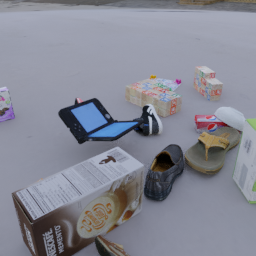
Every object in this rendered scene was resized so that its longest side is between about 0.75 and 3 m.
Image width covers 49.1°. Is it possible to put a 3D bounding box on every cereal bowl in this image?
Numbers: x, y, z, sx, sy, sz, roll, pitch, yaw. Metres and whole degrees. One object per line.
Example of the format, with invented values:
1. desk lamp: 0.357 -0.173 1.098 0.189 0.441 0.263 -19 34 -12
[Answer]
1. cereal bowl: 3.781 -0.414 10.145 1.210 0.504 1.210 24 20 -9

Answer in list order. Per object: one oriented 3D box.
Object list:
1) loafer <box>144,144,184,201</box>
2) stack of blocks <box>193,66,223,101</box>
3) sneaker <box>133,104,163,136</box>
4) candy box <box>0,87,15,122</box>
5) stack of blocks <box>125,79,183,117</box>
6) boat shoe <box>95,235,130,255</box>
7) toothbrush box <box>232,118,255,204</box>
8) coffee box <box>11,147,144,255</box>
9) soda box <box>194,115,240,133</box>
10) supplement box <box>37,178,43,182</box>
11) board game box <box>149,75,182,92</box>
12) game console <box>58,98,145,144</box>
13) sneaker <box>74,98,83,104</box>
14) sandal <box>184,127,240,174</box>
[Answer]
1. loafer: 1.091 0.985 7.744 0.837 0.832 2.301 9 29 17
2. stack of blocks: 3.726 -2.126 13.150 0.541 1.063 1.846 -6 30 -10
3. sneaker: 0.549 -0.362 10.375 0.993 0.649 1.775 -6 31 -12
4. candy box: -4.992 -0.852 10.675 1.022 1.218 0.436 -18 34 -29
5. stack of blocks: 1.176 -1.345 12.097 1.383 0.703 2.401 -23 36 -35
6. boat shoe: -0.247 2.495 5.548 1.008 0.381 0.372 34 37 33
7. toothbrush box: 4.216 0.771 7.042 2.590 1.886 1.115 -3 29 -3
8. coffee box: -0.935 1.612 5.985 2.551 1.459 1.017 -23 37 -33
9. soda box: 3.228 -0.141 10.134 1.581 0.501 0.553 0 29 1
10. supplement box: -2.385 1.637 7.152 0.282 0.272 0.819 15 32 29
11. board game box: 1.638 -2.270 14.278 1.788 0.231 1.788 14 31 24
12. game console: -0.759 -0.331 8.558 1.763 1.167 2.005 53 32 5
13. sneaker: -1.709 -0.731 11.315 0.692 0.588 1.596 0 29 -31
14. sandal: 2.703 0.458 8.745 1.171 0.787 2.914 22 36 34
